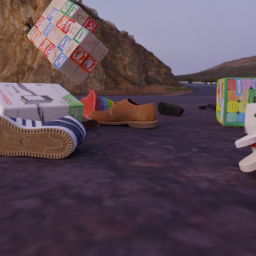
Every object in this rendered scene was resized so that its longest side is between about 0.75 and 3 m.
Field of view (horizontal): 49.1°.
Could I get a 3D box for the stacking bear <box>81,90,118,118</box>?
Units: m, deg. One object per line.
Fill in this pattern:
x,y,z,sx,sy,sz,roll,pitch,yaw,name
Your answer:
-0.901,-0.788,11.623,1.803,1.025,1.095,7,-27,-40,stacking bear

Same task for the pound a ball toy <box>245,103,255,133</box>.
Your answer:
4.343,-0.068,7.812,1.969,0.836,1.284,3,-17,24,pound a ball toy

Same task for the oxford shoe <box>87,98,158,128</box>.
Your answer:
-0.241,-0.569,10.053,2.804,0.999,1.000,2,9,25,oxford shoe

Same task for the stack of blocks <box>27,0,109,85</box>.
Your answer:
-1.508,-2.312,7.086,0.734,1.443,2.506,33,9,-47,stack of blocks

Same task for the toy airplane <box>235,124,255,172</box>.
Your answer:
2.648,0.229,4.464,1.759,1.241,1.751,-34,-15,18,toy airplane

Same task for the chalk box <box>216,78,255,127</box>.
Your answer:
4.183,-0.945,10.027,1.698,1.710,2.740,2,7,11,chalk box

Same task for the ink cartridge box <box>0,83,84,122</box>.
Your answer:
-2.696,-0.535,7.945,2.311,0.971,1.682,-7,33,-42,ink cartridge box

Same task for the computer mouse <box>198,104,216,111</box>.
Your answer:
5.063,-1.183,16.651,0.862,0.501,2.941,-15,6,-12,computer mouse

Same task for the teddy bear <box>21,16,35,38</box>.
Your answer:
-3.523,-3.526,9.836,0.361,0.784,1.081,-3,23,0,teddy bear

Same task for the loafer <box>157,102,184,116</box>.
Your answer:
2.115,-0.903,13.966,0.621,0.635,1.741,0,17,-33,loafer

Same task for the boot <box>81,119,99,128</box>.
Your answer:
-1.402,-0.136,9.394,0.841,0.315,0.451,-5,4,-23,boot

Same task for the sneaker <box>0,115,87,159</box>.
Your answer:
-1.963,0.086,5.908,2.236,0.784,1.213,9,15,12,sneaker
